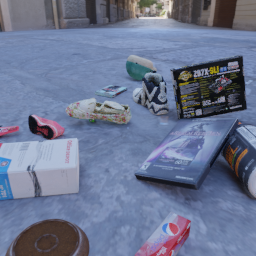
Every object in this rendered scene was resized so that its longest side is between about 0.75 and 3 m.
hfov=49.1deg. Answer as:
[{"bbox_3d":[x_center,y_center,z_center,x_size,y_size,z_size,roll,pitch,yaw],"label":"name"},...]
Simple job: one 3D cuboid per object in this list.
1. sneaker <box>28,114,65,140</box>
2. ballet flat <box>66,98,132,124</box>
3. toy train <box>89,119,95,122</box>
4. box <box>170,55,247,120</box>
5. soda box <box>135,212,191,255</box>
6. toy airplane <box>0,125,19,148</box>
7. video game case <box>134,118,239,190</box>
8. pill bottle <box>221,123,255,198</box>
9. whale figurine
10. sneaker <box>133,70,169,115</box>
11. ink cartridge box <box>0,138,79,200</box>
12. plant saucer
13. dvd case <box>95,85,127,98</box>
[{"bbox_3d":[-3.275,-0.047,11.194,1.838,0.678,0.797,25,23,32],"label":"sneaker"},{"bbox_3d":[-1.171,-0.825,11.703,2.788,0.891,1.054,6,48,-11],"label":"ballet flat"},{"bbox_3d":[-1.634,-0.508,12.515,0.268,0.199,0.951,5,24,-14],"label":"toy train"},{"bbox_3d":[3.405,-1.633,11.796,2.880,2.300,0.711,-11,16,4],"label":"box"},{"bbox_3d":[0.758,2.454,5.888,0.534,0.484,1.526,17,30,32],"label":"soda box"},{"bbox_3d":[-4.994,0.337,10.538,1.825,0.336,1.825,0,26,0],"label":"toy airplane"},{"bbox_3d":[1.800,0.608,8.450,2.098,0.279,2.937,0,37,45],"label":"video game case"},{"bbox_3d":[3.661,0.769,8.365,1.429,1.429,2.690,-2,25,-4],"label":"pill bottle"},{"bbox_3d":[0.831,-3.874,18.646,2.176,1.419,2.736,21,7,13],"label":"whale figurine"},{"bbox_3d":[1.071,-1.980,13.640,1.148,1.872,2.877,-6,26,-15],"label":"sneaker"},{"bbox_3d":[-2.578,1.123,8.114,2.271,0.975,1.663,-2,26,-8],"label":"ink cartridge box"},{"bbox_3d":[-1.720,2.530,5.960,1.775,0.306,1.775,-1,25,0],"label":"plant saucer"},{"bbox_3d":[-0.941,-2.095,15.873,1.188,0.179,1.627,14,29,27],"label":"dvd case"}]
